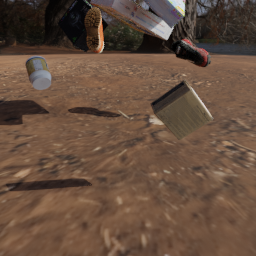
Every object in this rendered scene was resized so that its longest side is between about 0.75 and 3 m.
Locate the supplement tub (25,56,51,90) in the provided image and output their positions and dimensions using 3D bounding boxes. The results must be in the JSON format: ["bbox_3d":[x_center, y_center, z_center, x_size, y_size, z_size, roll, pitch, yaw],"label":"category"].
[{"bbox_3d":[-2.959,-1.825,9.281,0.704,0.704,0.973,-10,61,-27],"label":"supplement tub"}]

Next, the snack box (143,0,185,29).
[{"bbox_3d":[1.006,-3.752,8.034,1.354,0.543,1.606,38,38,-19],"label":"snack box"}]

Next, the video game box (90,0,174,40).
[{"bbox_3d":[0.060,-3.895,9.601,2.232,0.573,2.450,22,15,-31],"label":"video game box"}]

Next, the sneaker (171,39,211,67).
[{"bbox_3d":[2.077,-2.546,9.564,0.822,0.595,1.683,-7,39,-32],"label":"sneaker"}]

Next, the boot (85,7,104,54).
[{"bbox_3d":[-0.874,-2.607,7.577,0.438,1.167,0.626,1,-1,12],"label":"boot"}]

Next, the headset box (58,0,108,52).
[{"bbox_3d":[-1.692,-3.878,10.567,0.739,1.387,1.593,15,35,-57],"label":"headset box"}]

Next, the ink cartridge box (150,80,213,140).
[{"bbox_3d":[0.909,-0.279,4.716,0.706,0.857,0.322,-35,39,16],"label":"ink cartridge box"}]
